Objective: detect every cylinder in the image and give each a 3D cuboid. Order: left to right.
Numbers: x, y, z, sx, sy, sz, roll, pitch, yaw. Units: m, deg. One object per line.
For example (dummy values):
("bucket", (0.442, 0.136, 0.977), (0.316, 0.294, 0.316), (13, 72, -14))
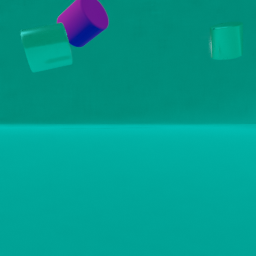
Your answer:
("cylinder", (-2.337, -2.322, 8.112), (1.201, 1.201, 1.201), (-15, 4, -12))
("cylinder", (-1.630, -3.859, 10.163), (1.357, 1.357, 1.357), (-24, -14, 36))
("cylinder", (3.169, -2.813, 9.016), (0.997, 0.997, 0.997), (-9, 25, 4))
